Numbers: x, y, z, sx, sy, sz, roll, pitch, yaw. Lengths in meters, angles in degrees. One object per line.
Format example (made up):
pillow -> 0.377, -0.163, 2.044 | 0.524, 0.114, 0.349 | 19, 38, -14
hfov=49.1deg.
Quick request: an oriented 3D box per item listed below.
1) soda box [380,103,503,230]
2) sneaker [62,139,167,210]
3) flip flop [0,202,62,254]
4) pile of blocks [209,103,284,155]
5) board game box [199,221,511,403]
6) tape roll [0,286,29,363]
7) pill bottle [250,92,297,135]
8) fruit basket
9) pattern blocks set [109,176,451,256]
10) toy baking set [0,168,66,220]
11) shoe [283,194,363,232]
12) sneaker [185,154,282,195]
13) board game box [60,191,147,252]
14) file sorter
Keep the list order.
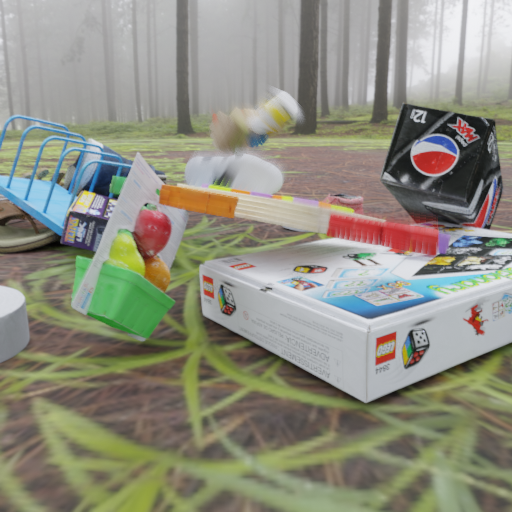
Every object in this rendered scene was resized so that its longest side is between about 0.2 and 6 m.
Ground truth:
soda box -> 3.472, -1.256, 10.001 | 1.447, 1.295, 4.089 | 20, 1, 27
sneaker -> -3.804, -1.677, 14.855 | 2.457, 1.293, 3.400 | 18, -21, -28
flip flop -> -5.431, -0.710, 11.509 | 3.138, 0.903, 1.272 | 10, 17, 9
pile of blocks -> -0.334, -2.813, 12.301 | 0.723, 0.955, 2.326 | 38, 35, 23
board game box -> 2.113, 0.372, 7.704 | 4.907, 0.849, 3.098 | -10, 17, -33
tape roll -> -3.589, 0.847, 6.606 | 1.668, 0.551, 1.668 | 1, 15, 0
pill bottle -> 0.299, -2.543, 10.080 | 0.817, 0.454, 0.454 | -29, -3, 33
fruit basket -> -1.387, -0.029, 6.428 | 0.832, 1.774, 1.643 | 7, -17, 17
pattern blocks set -> 0.282, -0.626, 7.661 | 4.553, 0.369, 4.002 | 12, 5, 21
toy baking set -> -5.640, -1.443, 13.618 | 2.212, 0.257, 1.697 | -42, -10, -1
shoe -> 1.536, -1.006, 12.896 | 1.892, 0.861, 0.676 | 5, 16, 18
sneaker -> -0.220, -1.421, 9.739 | 1.899, 0.717, 1.081 | 10, 14, 31
board game box -> -2.548, -0.541, 10.675 | 1.909, 0.655, 2.309 | 13, 12, -14
file sorter -> -4.063, -1.707, 11.998 | 2.665, 1.635, 1.849 | 30, 15, 25
